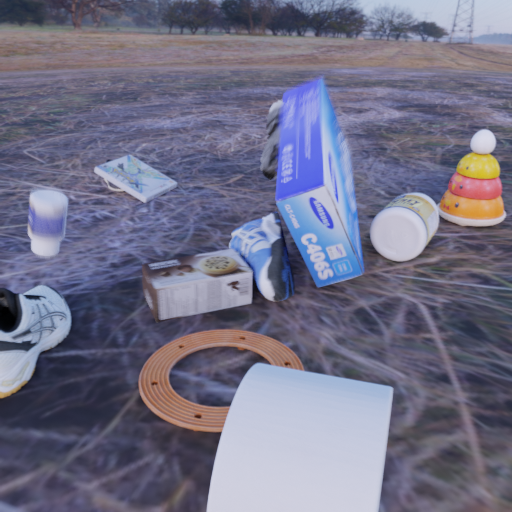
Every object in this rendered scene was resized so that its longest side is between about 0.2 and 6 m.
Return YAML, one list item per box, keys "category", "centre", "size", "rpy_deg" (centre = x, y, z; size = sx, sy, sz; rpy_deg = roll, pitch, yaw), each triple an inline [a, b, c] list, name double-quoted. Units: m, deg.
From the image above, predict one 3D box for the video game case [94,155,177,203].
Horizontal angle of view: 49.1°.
- category: "video game case"
  centre: [-3.072, -2.019, 14.430]
  size: [1.612, 0.177, 1.470]
  rpy_deg: [31, 31, 11]

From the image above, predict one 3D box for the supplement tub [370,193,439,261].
- category: "supplement tub"
  centre: [2.920, -0.607, 10.865]
  size: [1.059, 1.059, 1.466]
  rpy_deg: [12, 27, 26]

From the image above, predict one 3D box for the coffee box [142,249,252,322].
- category: "coffee box"
  centre: [-0.955, 0.446, 8.983]
  size: [1.580, 0.631, 0.893]
  rpy_deg: [-9, 29, -20]

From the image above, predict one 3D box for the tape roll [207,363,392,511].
- category: "tape roll"
  centre: [0.421, 1.814, 4.582]
  size: [1.170, 1.704, 1.704]
  rpy_deg: [8, 25, 17]

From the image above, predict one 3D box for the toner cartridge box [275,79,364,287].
- category: "toner cartridge box"
  centre: [1.146, -1.483, 10.130]
  size: [0.854, 1.879, 3.957]
  rpy_deg: [-17, 36, 18]

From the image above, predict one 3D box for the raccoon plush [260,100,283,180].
- category: "raccoon plush"
  centre: [1.189, -2.634, 13.794]
  size: [1.718, 2.565, 1.241]
  rpy_deg: [21, -27, -25]

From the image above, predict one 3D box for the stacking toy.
- category: "stacking toy"
  centre: [4.830, -1.764, 12.311]
  size: [1.472, 2.015, 1.472]
  rpy_deg: [0, 23, 0]

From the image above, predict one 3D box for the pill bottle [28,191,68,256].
- category: "pill bottle"
  centre: [-3.391, -0.520, 9.090]
  size: [0.574, 0.959, 0.574]
  rpy_deg: [12, 25, -6]

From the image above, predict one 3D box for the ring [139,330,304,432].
- category: "ring"
  centre: [-0.427, 1.543, 7.085]
  size: [2.072, 0.199, 2.072]
  rpy_deg: [1, 24, 0]

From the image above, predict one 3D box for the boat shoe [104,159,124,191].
- category: "boat shoe"
  centre: [-3.706, -2.167, 15.016]
  size: [0.654, 0.565, 1.801]
  rpy_deg: [-13, 27, -27]

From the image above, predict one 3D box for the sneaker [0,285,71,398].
- category: "sneaker"
  centre: [-3.192, 0.828, 7.617]
  size: [0.928, 1.076, 2.454]
  rpy_deg: [-3, 22, -2]

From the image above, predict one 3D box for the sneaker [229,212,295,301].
- category: "sneaker"
  centre: [0.081, 0.081, 9.666]
  size: [0.978, 0.961, 2.538]
  rpy_deg: [-13, 23, 4]
